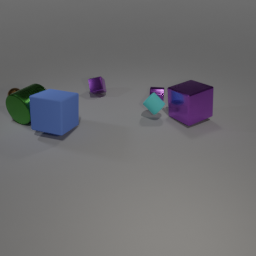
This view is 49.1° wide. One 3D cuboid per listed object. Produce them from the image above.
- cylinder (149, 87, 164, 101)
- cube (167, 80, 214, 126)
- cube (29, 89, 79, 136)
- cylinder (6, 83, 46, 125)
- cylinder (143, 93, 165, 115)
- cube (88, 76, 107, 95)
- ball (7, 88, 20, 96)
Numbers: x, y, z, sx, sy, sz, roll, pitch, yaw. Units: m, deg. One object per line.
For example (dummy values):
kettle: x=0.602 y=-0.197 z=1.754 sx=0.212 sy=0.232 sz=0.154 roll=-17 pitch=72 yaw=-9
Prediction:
cylinder: x=1.451 y=-1.702 z=14.045 sx=0.700 sy=0.700 sz=0.700 roll=4 pitch=31 yaw=7
cube: x=2.706 y=-1.133 z=12.201 sx=1.400 sy=1.400 sz=1.400 roll=-21 pitch=31 yaw=-24
cube: x=-2.914 y=-0.676 z=11.236 sx=1.400 sy=1.400 sz=1.400 roll=10 pitch=22 yaw=16
cylinder: x=-4.324 y=-1.068 z=12.281 sx=1.400 sy=1.400 sz=1.400 roll=16 pitch=35 yaw=24
cylinder: x=1.130 y=-1.057 z=12.186 sx=0.700 sy=0.700 sz=0.700 roll=44 pitch=35 yaw=-7
cube: x=-1.573 y=-2.180 z=14.430 sx=0.700 sy=0.700 sz=0.700 roll=-11 pitch=-6 yaw=10
ball: x=-5.287 y=-1.538 z=13.166 sx=0.700 sy=0.700 sz=0.700 roll=0 pitch=31 yaw=0
